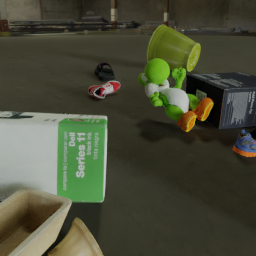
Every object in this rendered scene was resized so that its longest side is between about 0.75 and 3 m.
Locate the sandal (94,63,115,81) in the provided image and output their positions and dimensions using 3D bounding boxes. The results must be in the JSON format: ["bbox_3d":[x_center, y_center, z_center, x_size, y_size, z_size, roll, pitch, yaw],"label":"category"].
[{"bbox_3d":[-1.082,-2.795,13.544,0.911,0.580,2.424,-5,22,-13],"label":"sandal"}]

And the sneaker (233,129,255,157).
[{"bbox_3d":[2.926,0.257,5.927,1.402,0.550,0.528,-7,24,-16],"label":"sneaker"}]

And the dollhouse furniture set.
[{"bbox_3d":[-1.819,0.636,2.093,1.965,1.760,2.480,9,23,24],"label":"dollhouse furniture set"}]

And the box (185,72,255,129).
[{"bbox_3d":[2.955,-0.877,8.023,1.911,1.092,2.098,-5,22,-13],"label":"box"}]

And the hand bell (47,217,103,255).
[{"bbox_3d":[-0.934,1.566,2.830,1.320,0.687,0.687,-27,32,-26],"label":"hand bell"}]

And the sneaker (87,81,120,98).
[{"bbox_3d":[-0.779,-1.406,10.230,1.274,0.454,0.716,-17,22,-19],"label":"sneaker"}]

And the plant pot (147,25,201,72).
[{"bbox_3d":[2.537,-4.039,14.865,2.221,2.306,2.306,25,31,26],"label":"plant pot"}]

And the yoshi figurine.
[{"bbox_3d":[1.084,-1.028,7.314,2.219,1.243,1.247,44,20,30],"label":"yoshi figurine"}]

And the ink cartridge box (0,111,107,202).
[{"bbox_3d":[-1.616,0.320,4.300,2.569,1.067,1.883,2,6,-5],"label":"ink cartridge box"}]
